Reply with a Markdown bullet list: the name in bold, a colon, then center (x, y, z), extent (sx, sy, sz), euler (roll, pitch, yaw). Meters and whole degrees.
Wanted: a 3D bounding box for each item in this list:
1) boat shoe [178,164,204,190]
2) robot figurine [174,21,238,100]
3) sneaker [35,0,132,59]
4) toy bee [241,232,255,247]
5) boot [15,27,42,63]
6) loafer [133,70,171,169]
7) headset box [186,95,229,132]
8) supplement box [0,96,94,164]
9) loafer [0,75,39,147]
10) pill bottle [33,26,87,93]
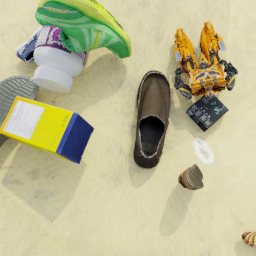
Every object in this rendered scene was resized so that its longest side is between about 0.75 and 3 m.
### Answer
- **boat shoe**: center (1.441, 1.229, 6.529), extent (0.479, 1.409, 0.507), euler (-36, 78, 17)
- **robot figurine**: center (1.907, -1.737, 7.320), extent (1.597, 0.641, 2.203), euler (-12, 59, 11)
- **sneaker**: center (-0.969, -2.365, 6.688), extent (1.225, 2.932, 1.086), euler (-42, 60, 20)
- **toy bee**: center (3.286, 2.646, 6.601), extent (1.062, 0.695, 0.577), euler (-20, 51, 5)
- **boot**: center (-2.481, -2.290, 7.738), extent (1.263, 0.460, 0.571), euler (-46, 54, -8)
- **loafer**: center (0.693, -0.295, 7.127), extent (0.959, 0.937, 2.628), euler (4, 79, -3)
- **headset box**: center (2.124, -0.467, 7.462), extent (0.859, 0.399, 0.748), euler (-41, 80, -9)
- **supplement box**: center (-1.843, 0.048, 6.449), extent (1.747, 0.957, 0.951), euler (16, 75, 21)
- **loafer**: center (-3.259, -0.260, 7.151), extent (0.993, 0.920, 2.641), euler (34, 65, -2)
- **pill bottle**: center (-1.708, -2.153, 7.376), extent (1.289, 1.289, 2.297), euler (11, 78, 3)
